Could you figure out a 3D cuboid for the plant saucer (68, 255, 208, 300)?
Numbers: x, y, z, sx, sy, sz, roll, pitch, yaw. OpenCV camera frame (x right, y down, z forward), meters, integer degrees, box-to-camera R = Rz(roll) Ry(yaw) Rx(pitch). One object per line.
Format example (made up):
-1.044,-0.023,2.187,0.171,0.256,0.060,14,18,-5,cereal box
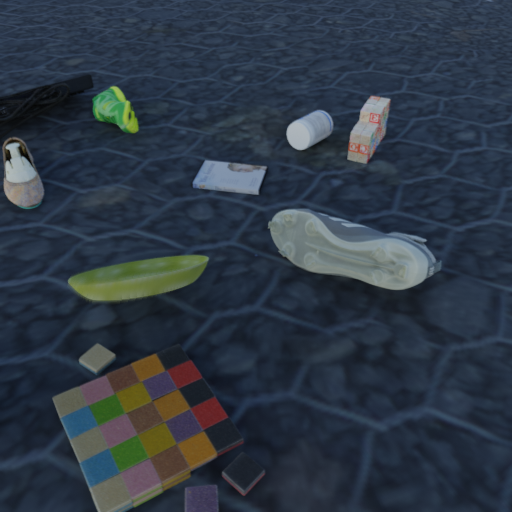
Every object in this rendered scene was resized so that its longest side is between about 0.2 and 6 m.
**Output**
-1.608,0.310,7.844,1.935,0.301,1.935,-7,8,1,plant saucer

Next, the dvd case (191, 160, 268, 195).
-0.502,-1.560,10.993,1.346,0.118,0.960,7,40,9,dvd case

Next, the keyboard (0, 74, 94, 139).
-5.861,-3.104,12.646,4.534,0.898,2.360,-27,23,-28,keyboard

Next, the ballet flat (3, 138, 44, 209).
-4.532,-1.653,10.658,0.692,0.684,2.033,-18,43,-21,ballet flat

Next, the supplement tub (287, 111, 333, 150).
1.158,-2.691,11.955,0.619,0.619,0.939,26,41,29,supplement tub

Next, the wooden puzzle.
-1.287,1.977,6.587,1.704,0.202,2.873,-21,44,-24,wooden puzzle

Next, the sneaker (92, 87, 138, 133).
-3.206,-3.198,12.648,0.818,0.725,1.958,-25,39,-13,sneaker

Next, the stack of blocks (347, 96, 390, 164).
2.377,-2.672,11.782,0.427,0.839,1.458,16,42,19,stack of blocks

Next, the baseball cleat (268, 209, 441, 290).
1.515,-0.097,8.746,2.682,0.935,1.427,25,20,36,baseball cleat
